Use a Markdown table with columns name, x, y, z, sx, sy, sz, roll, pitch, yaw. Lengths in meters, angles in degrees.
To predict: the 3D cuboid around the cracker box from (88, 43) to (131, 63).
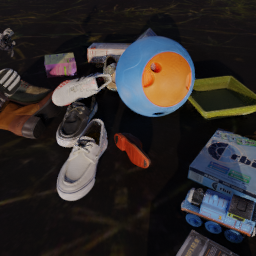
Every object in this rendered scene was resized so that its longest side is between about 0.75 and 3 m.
| name | x | y | z | sx | sy | sz | roll | pitch | yaw |
| --- | --- | --- | --- | --- | --- | --- | --- | --- | --- |
| cracker box | -0.654 | -4.011 | 14.975 | 2.729 | 0.787 | 1.828 | 3 | 26 | 3 |

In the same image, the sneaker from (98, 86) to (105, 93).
| name | x | y | z | sx | sy | sz | roll | pitch | yaw |
| --- | --- | --- | --- | --- | --- | --- | --- | --- | --- |
| sneaker | -1.279 | -1.917 | 12.468 | 0.554 | 0.616 | 1.580 | -2 | 14 | -1 |

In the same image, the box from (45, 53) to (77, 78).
| name | x | y | z | sx | sy | sz | roll | pitch | yaw |
| --- | --- | --- | --- | --- | --- | --- | --- | --- | --- |
| box | -3.368 | -3.150 | 14.008 | 1.457 | 0.704 | 1.282 | -9 | 36 | -11 |

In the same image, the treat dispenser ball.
| name | x | y | z | sx | sy | sz | roll | pitch | yaw |
| --- | --- | --- | --- | --- | --- | --- | --- | --- | --- |
| treat dispenser ball | 0.980 | -1.878 | 10.338 | 2.905 | 2.905 | 2.905 | 0 | 35 | 0 |

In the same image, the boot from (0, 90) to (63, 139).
| name | x | y | z | sx | sy | sz | roll | pitch | yaw |
| --- | --- | --- | --- | --- | --- | --- | --- | --- | --- |
| boot | -3.926 | -0.746 | 10.381 | 2.586 | 0.886 | 2.435 | 12 | 57 | 18 |

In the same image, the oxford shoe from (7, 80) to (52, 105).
| name | x | y | z | sx | sy | sz | roll | pitch | yaw |
| --- | --- | --- | --- | --- | --- | --- | --- | --- | --- |
| oxford shoe | -4.350 | -1.564 | 11.520 | 2.557 | 0.956 | 0.901 | 1 | 35 | 1 |

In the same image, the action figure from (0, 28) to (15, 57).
| name | x | y | z | sx | sy | sz | roll | pitch | yaw |
| --- | --- | --- | --- | --- | --- | --- | --- | --- | --- |
| action figure | -4.807 | -3.561 | 10.801 | 0.794 | 1.557 | 0.925 | -40 | 27 | -8 |

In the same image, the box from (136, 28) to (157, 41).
| name | x | y | z | sx | sy | sz | roll | pitch | yaw |
| --- | --- | --- | --- | --- | --- | --- | --- | --- | --- |
| box | 1.289 | -3.661 | 13.596 | 1.960 | 0.993 | 1.103 | 43 | 35 | -16 |

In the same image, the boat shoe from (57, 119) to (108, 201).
| name | x | y | z | sx | sy | sz | roll | pitch | yaw |
| --- | --- | --- | --- | --- | --- | --- | --- | --- | --- |
| boat shoe | -1.268 | 0.740 | 8.175 | 1.038 | 1.022 | 2.928 | 9 | 36 | 12 |

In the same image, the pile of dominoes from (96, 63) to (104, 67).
| name | x | y | z | sx | sy | sz | roll | pitch | yaw |
| --- | --- | --- | --- | --- | --- | --- | --- | --- | --- |
| pile of dominoes | -1.134 | -3.268 | 14.677 | 1.116 | 0.178 | 0.870 | -5 | 27 | 3 |

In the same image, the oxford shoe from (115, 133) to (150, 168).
| name | x | y | z | sx | sy | sz | roll | pitch | yaw |
| --- | --- | --- | --- | --- | --- | --- | --- | --- | --- |
| oxford shoe | 0.254 | 0.605 | 8.763 | 0.631 | 0.619 | 1.739 | -15 | 37 | -28 |

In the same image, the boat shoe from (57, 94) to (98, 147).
| name | x | y | z | sx | sy | sz | roll | pitch | yaw |
| --- | --- | --- | --- | --- | --- | --- | --- | --- | --- |
| boat shoe | -1.748 | -0.527 | 9.973 | 1.048 | 0.993 | 2.997 | 8 | 34 | 11 |

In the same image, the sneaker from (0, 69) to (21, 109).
| name | x | y | z | sx | sy | sz | roll | pitch | yaw |
| --- | --- | --- | --- | --- | --- | --- | --- | --- | --- |
| sneaker | -5.014 | -1.039 | 9.968 | 2.778 | 1.051 | 1.605 | -45 | 34 | -9 |

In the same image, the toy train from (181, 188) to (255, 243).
| name | x | y | z | sx | sy | sz | roll | pitch | yaw |
| --- | --- | --- | --- | --- | --- | --- | --- | --- | --- |
| toy train | 2.099 | 1.936 | 6.497 | 1.735 | 0.991 | 0.752 | 17 | 39 | 23 |

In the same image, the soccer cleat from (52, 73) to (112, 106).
| name | x | y | z | sx | sy | sz | roll | pitch | yaw |
| --- | --- | --- | --- | --- | --- | --- | --- | --- | --- |
| soccer cleat | -1.639 | -1.473 | 10.196 | 2.396 | 0.822 | 1.021 | -30 | 21 | -36 |

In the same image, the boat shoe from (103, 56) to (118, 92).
| name | x | y | z | sx | sy | sz | roll | pitch | yaw |
| --- | --- | --- | --- | --- | --- | --- | --- | --- | --- |
| boat shoe | -0.654 | -2.578 | 12.986 | 0.994 | 0.933 | 2.697 | -10 | 36 | -14 |

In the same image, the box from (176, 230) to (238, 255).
| name | x | y | z | sx | sy | sz | roll | pitch | yaw |
| --- | --- | --- | --- | --- | --- | --- | --- | --- | --- |
| box | 1.452 | 3.127 | 5.237 | 1.586 | 0.484 | 2.003 | 22 | 41 | 28 |

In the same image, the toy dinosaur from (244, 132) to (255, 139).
| name | x | y | z | sx | sy | sz | roll | pitch | yaw |
| --- | --- | --- | --- | --- | --- | --- | --- | --- | --- |
| toy dinosaur | 4.314 | 0.299 | 9.478 | 0.884 | 0.267 | 0.470 | 18 | 40 | 24 |

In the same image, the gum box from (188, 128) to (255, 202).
| name | x | y | z | sx | sy | sz | roll | pitch | yaw |
| --- | --- | --- | --- | --- | --- | --- | --- | --- | --- |
| gum box | 3.146 | 1.038 | 8.201 | 1.956 | 0.513 | 2.302 | 22 | 40 | 28 |

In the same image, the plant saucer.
| name | x | y | z | sx | sy | sz | roll | pitch | yaw |
| --- | --- | --- | --- | --- | --- | --- | --- | --- | --- |
| plant saucer | 3.614 | -1.175 | 11.258 | 2.609 | 0.626 | 2.613 | -8 | 35 | -12 |
